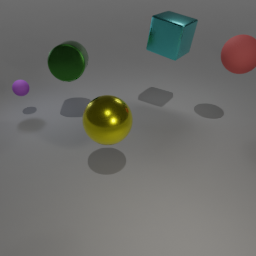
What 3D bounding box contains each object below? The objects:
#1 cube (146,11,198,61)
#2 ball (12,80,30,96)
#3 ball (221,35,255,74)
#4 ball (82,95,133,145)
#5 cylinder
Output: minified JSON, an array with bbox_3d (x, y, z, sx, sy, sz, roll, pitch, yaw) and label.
[{"bbox_3d":[1.771,-3.771,11.356,1.400,1.400,1.400,27,40,22],"label":"cube"},{"bbox_3d":[-4.595,-1.714,12.011,0.700,0.700,0.700,0,31,0],"label":"ball"},{"bbox_3d":[4.144,-2.698,10.292,1.400,1.400,1.400,0,31,0],"label":"ball"},{"bbox_3d":[-0.567,-0.219,7.823,1.400,1.400,1.400,0,31,0],"label":"ball"},{"bbox_3d":[-2.325,-2.666,11.070,1.400,1.400,1.400,-1,23,-2],"label":"cylinder"}]
